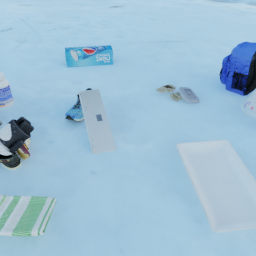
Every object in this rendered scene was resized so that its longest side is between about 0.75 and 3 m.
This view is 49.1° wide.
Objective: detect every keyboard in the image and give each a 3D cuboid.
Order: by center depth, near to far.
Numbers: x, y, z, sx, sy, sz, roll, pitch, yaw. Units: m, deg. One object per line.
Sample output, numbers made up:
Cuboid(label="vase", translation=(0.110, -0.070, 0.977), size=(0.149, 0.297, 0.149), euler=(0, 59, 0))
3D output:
Cuboid(label="keyboard", translation=(-0.983, -0.290, 8.635), size=(0.701, 0.133, 2.491), euler=(-5, 53, -18))

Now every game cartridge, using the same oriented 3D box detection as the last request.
Cuboid(label="game cartridge", translation=(2.236, -1.221, 10.389), size=(0.575, 0.177, 0.864), euler=(3, 40, -24))

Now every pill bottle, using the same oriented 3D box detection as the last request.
Cuboid(label="pill bottle", translation=(-4.480, -1.343, 9.868), size=(0.646, 1.153, 0.646), euler=(1, 35, 0))

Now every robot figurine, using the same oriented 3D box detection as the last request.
Cuboid(label="robot figurine", translation=(-2.914, 0.202, 7.072), size=(1.058, 0.660, 0.795), euler=(-42, 14, -3))

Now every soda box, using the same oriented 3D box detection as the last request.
Cuboid(label="soda box", translation=(-1.824, -3.391, 13.192), size=(2.193, 0.744, 0.704), euler=(-6, 35, -9))

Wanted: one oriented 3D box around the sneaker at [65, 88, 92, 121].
Cuboid(label="sneaker", translation=(-1.641, -0.836, 9.484), size=(0.658, 0.755, 1.680), euler=(11, 36, 15))

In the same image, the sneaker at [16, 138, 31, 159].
Cuboid(label="sneaker", translation=(-2.977, 0.392, 7.948), size=(0.576, 0.479, 1.278), euler=(-31, 46, -27))

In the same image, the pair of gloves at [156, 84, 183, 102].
Cuboid(label="pair of gloves", translation=(1.707, -1.370, 10.769), size=(1.076, 0.189, 0.915), euler=(30, 39, 28))

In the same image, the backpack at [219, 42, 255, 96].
Cuboid(label="backpack", translation=(4.430, -2.392, 10.809), size=(1.516, 1.807, 1.468), euler=(28, 44, 33))

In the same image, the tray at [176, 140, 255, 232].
Cuboid(label="tray", translation=(2.246, 1.291, 6.798), size=(1.541, 0.318, 2.871), euler=(-3, 35, -6))

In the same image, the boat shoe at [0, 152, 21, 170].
Cuboid(label="boat shoe", translation=(-3.500, 0.700, 7.568), size=(1.394, 0.437, 0.510), euler=(15, 40, 23))

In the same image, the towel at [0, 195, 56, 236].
Cuboid(label="towel", translation=(-2.406, 1.787, 5.888), size=(1.552, 0.182, 1.184), euler=(6, 23, -2))

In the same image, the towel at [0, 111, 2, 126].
Cuboid(label="towel", translation=(-5.213, 0.080, 7.828), size=(2.352, 1.216, 2.841), euler=(4, 36, 9))

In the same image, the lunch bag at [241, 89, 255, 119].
Cuboid(label="lunch bag", translation=(4.914, -0.663, 8.824), size=(2.016, 1.282, 1.710), euler=(-22, 39, -18))
